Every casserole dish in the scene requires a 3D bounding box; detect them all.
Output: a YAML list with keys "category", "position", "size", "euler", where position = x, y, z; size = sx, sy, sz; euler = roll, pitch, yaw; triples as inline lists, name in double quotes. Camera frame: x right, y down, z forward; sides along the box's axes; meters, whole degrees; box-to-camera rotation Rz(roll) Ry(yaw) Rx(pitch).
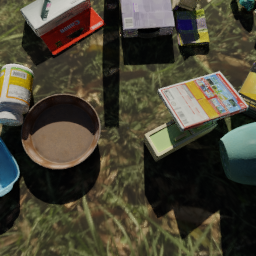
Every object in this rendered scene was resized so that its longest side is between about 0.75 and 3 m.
- category: "casserole dish"
  position: [-4.939, 1.283, 10.073]
  size: [1.625, 0.520, 2.682]
  euler: [-35, 74, -11]

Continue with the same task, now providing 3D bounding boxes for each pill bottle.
- category: "pill bottle"
  position: [-4.289, -1.202, 10.542]
  size: [1.176, 1.176, 2.117]
  euler: [2, 72, 1]

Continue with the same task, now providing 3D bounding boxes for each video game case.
- category: "video game case"
  position: [2.688, -1.027, 10.176]
  size: [2.685, 0.234, 1.919]
  euler: [-18, 57, -13]

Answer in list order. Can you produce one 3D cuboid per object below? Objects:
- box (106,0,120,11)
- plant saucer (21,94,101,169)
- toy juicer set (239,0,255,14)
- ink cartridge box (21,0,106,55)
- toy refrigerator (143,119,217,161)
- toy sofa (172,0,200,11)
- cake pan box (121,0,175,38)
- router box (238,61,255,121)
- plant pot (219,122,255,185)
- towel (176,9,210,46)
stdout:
- category: "box"
  position: [-0.723, -6.783, 11.870]
  size: [0.587, 2.161, 2.697]
  euler: [-4, 72, -1]
- category: "plant saucer"
  position: [-2.461, 0.139, 10.464]
  size: [2.905, 0.500, 2.905]
  euler: [0, 72, -1]
- category: "toy juicer set"
  position: [5.414, -5.580, 12.418]
  size: [1.087, 0.465, 1.708]
  euler: [-21, 66, -23]
- category: "ink cartridge box"
  position: [-2.761, -4.784, 12.039]
  size: [2.775, 0.604, 2.409]
  euler: [-35, 74, -11]
- category: "toy refrigerator"
  position: [1.889, 0.157, 10.250]
  size: [2.505, 0.876, 0.951]
  euler: [-27, 73, -9]
- category: "toy sofa"
  position: [2.533, -6.158, 12.417]
  size: [0.828, 0.975, 1.998]
  euler: [9, 66, -21]
- category: "cake pan box"
  position: [0.794, -5.040, 12.119]
  size: [2.175, 0.618, 2.362]
  euler: [-6, 72, 0]
- category: "router box"
  position: [5.582, -1.093, 10.629]
  size: [2.628, 0.686, 2.066]
  euler: [28, 73, 15]
- category: "plant pot"
  position: [4.124, 0.906, 9.403]
  size: [1.774, 2.211, 2.211]
  euler: [-11, 72, 7]
- category: "towel"
  position: [2.772, -4.334, 12.087]
  size: [1.326, 0.210, 1.846]
  euler: [-2, 72, 0]
